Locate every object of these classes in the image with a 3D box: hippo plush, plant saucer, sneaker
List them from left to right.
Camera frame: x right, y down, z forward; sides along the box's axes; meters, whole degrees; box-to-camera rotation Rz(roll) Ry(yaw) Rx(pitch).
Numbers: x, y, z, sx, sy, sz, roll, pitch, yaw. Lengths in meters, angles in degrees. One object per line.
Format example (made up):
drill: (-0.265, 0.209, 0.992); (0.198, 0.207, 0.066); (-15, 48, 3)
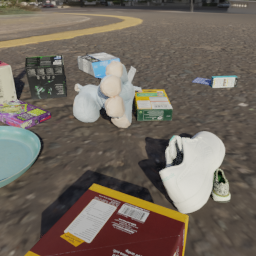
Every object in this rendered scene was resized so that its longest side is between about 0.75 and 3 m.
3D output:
plant saucer: (-3.695, 0.785, 6.968); (2.979, 0.408, 2.979); (1, 28, 0)
hippo plush: (-0.878, -1.163, 9.042); (1.945, 1.927, 2.419); (-3, 44, 19)
sneaker: (1.392, 0.556, 6.274); (1.020, 1.199, 2.710); (-35, 9, 32)
sneaker: (2.027, 1.085, 6.232); (0.462, 0.532, 1.201); (1, 28, -1)

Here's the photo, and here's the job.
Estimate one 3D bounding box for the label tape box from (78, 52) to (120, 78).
label tape box: (-1.318, -3.212, 14.286); (1.633, 0.753, 2.279); (-18, 31, -31)

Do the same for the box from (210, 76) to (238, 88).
box: (4.236, -2.041, 12.339); (1.110, 0.457, 0.273); (-3, 28, -6)

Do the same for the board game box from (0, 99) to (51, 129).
board game box: (-3.736, -0.493, 9.579); (1.989, 0.321, 1.194); (20, 29, 33)

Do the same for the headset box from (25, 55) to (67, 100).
headset box: (-3.145, -1.909, 10.939); (1.401, 1.609, 0.746); (-6, 44, -10)

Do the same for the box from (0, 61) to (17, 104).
box: (-5.451, -1.783, 10.654); (1.311, 1.538, 2.406); (-24, 36, -38)

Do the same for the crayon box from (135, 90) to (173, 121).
crayon box: (0.857, -0.847, 10.017); (1.168, 0.479, 1.857); (-1, 28, -2)

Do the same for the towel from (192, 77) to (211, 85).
towel: (3.508, -2.146, 12.966); (0.888, 0.106, 0.643); (16, 34, 31)

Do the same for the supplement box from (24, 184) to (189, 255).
supplement box: (-0.218, 1.930, 3.959); (1.672, 1.126, 1.695); (13, 30, 24)
